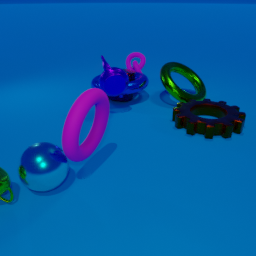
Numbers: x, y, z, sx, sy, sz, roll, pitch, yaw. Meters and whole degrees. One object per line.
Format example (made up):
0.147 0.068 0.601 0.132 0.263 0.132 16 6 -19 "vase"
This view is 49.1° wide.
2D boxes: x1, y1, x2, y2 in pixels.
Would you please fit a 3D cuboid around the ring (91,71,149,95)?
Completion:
-0.293 -1.652 10.100 2.093 0.419 2.093 -3 25 1 "ring"

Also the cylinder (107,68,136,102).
-0.266 -1.563 10.067 1.003 1.003 1.003 5 21 -2 "cylinder"

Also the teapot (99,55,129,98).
-0.468 -1.499 8.521 0.919 1.478 0.724 -25 36 4 "teapot"

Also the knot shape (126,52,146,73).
0.300 -2.419 11.688 0.627 1.357 1.269 12 25 -28 "knot shape"

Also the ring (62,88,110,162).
-0.810 -0.050 5.627 0.307 1.537 1.537 20 31 16 "ring"

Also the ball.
-1.668 0.755 5.536 0.982 0.982 0.982 0 26 0 "ball"

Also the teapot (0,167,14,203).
-2.606 0.998 5.142 1.164 0.570 0.724 35 8 -7 "teapot"

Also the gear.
2.394 -0.338 8.399 2.064 0.382 2.064 0 27 0 "gear"

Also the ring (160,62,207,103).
1.972 -1.596 9.932 1.924 0.385 1.924 18 48 -21 "ring"
